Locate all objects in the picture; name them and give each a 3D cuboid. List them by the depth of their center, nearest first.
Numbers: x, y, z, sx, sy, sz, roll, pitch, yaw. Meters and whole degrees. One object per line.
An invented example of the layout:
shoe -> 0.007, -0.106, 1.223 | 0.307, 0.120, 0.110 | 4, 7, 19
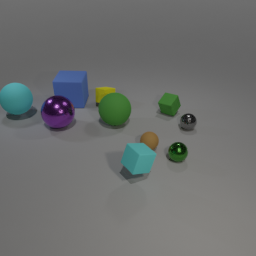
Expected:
cube -> 0.318, 0.931, 8.628 | 0.700, 0.700, 0.700 | 2, 26, -39
ball -> 1.760, 0.839, 9.841 | 0.700, 0.700, 0.700 | 0, 30, 0
ball -> 0.796, 0.478, 10.419 | 0.700, 0.700, 0.700 | 0, 30, 0
ball -> 2.530, -0.266, 11.735 | 0.700, 0.700, 0.700 | 0, 30, 0
ball -> -2.936, -0.675, 11.760 | 1.400, 1.400, 1.400 | 0, 30, 0
ball -> -0.557, -0.806, 11.899 | 1.400, 1.400, 1.400 | 0, 30, 0
ball -> -4.949, -1.295, 12.414 | 1.400, 1.400, 1.400 | 0, 30, 0
cube -> 1.902, -1.094, 12.837 | 0.700, 0.700, 0.700 | 19, 61, 36
cube -> -1.089, -1.584, 13.530 | 0.700, 0.700, 0.700 | 16, 21, 42
cube -> -2.786, -1.928, 13.848 | 1.400, 1.400, 1.400 | 1, 33, 2
